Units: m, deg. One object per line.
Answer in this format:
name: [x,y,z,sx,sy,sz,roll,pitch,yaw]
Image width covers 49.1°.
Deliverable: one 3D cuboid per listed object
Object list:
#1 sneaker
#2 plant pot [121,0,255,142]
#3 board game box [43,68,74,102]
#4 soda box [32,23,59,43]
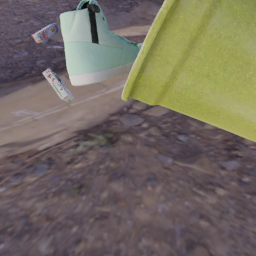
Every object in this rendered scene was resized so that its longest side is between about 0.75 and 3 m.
sneaker: [-0.259,-1.692,5.119,0.848,1.360,2.305,3,22,34]
plant pot: [1.740,-1.134,4.877,2.679,2.914,2.914,30,48,1]
board game box: [-1.496,-0.905,6.158,0.182,1.052,0.664,-36,93,-2]
soda box: [-2.424,-2.809,8.279,0.287,0.267,0.838,-2,37,33]
